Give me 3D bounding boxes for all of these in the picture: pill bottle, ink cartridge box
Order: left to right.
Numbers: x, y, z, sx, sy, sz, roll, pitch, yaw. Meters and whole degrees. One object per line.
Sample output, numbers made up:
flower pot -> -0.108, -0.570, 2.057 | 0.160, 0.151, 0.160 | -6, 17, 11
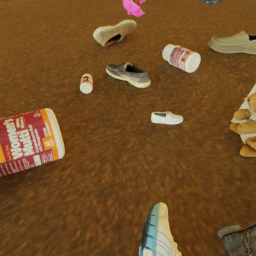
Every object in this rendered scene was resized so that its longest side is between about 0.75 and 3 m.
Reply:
pill bottle -> -2.974, 0.443, 6.940 | 2.511, 1.376, 1.376 | -16, 40, -20
pill bottle -> -1.546, -1.682, 10.486 | 0.452, 0.452, 0.824 | -3, 37, -4
pill bottle -> 2.234, -2.996, 11.886 | 0.839, 0.839, 1.532 | -25, 44, -29
ink cartridge box -> 4.620, -0.500, 9.083 | 1.777, 0.624, 2.187 | 26, 66, 30

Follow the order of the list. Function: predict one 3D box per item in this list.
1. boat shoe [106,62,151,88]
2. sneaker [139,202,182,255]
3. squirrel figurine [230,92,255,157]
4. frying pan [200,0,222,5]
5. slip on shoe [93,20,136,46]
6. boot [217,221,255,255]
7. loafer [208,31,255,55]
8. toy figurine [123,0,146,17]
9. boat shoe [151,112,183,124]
boat shoe -> -0.006, -2.253, 11.020 | 0.782, 0.704, 2.174 | -31, 47, -34
sneaker -> 0.712, 2.466, 4.824 | 1.072, 0.927, 2.473 | 8, 46, 0
squirrel figurine -> 3.855, -0.261, 7.482 | 1.912, 1.784, 1.353 | 5, 38, 9
frying pan -> 2.499, -4.335, 9.265 | 1.307, 0.791, 0.213 | 4, 79, 24
slip on shoe -> -0.506, -4.823, 14.336 | 2.663, 1.012, 0.807 | -26, 77, -38
boot -> 2.454, 2.415, 5.169 | 1.462, 0.506, 1.273 | -8, 43, -3
loafer -> 5.264, -4.114, 13.265 | 2.785, 0.939, 1.059 | 6, 38, 7
toy figurine -> 0.379, -3.860, 7.891 | 1.498, 1.125, 1.379 | -13, 66, 41
boat shoe -> 1.244, -0.345, 8.829 | 1.008, 0.329, 0.371 | -2, 37, -2
